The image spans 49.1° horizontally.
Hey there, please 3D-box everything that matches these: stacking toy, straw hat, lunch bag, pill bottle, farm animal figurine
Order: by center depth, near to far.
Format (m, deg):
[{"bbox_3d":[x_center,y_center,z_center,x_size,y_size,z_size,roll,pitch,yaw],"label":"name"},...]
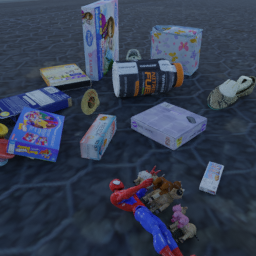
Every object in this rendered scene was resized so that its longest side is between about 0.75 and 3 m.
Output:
[{"bbox_3d":[0.793,1.416,5.365,0.662,1.269,1.255,-25,10,-31],"label":"farm animal figurine"},{"bbox_3d":[-3.131,0.534,7.335,1.230,0.574,1.359,15,28,-31],"label":"stacking toy"},{"bbox_3d":[-1.110,-0.810,9.000,0.826,0.826,0.350,28,12,38],"label":"straw hat"},{"bbox_3d":[0.739,-1.876,10.301,2.487,1.321,1.321,-6,32,-10],"label":"pill bottle"},{"bbox_3d":[2.080,-3.568,12.582,2.188,1.855,1.391,14,36,24],"label":"lunch bag"}]

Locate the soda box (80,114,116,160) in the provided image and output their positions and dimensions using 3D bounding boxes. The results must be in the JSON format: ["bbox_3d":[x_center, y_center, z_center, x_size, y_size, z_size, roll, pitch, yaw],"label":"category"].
[{"bbox_3d":[-0.773,0.205,7.659,0.533,0.496,1.559,8,33,12],"label":"soda box"}]

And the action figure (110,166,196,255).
[{"bbox_3d":[0.519,1.404,5.124,2.326,0.759,1.151,32,87,43],"label":"action figure"}]

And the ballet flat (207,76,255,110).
[{"bbox_3d":[3.724,-1.399,9.842,2.400,0.904,0.814,-23,61,-33],"label":"ballet flat"}]

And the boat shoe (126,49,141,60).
[{"bbox_3d":[0.187,-2.652,12.036,0.995,0.857,2.764,-2,31,-4],"label":"boat shoe"}]

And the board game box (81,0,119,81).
[{"bbox_3d":[-1.097,-3.920,12.188,0.596,2.897,2.890,8,33,13],"label":"board game box"}]

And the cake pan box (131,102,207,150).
[{"bbox_3d":[1.179,-0.149,8.310,1.726,0.451,1.590,27,38,36],"label":"cake pan box"}]

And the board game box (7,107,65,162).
[{"bbox_3d":[-2.403,0.120,7.534,1.189,0.396,1.769,14,28,-15],"label":"board game box"}]

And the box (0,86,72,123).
[{"bbox_3d":[-3.276,-0.789,9.404,2.369,0.384,1.435,-22,37,-34],"label":"box"}]

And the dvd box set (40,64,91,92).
[{"bbox_3d":[-2.653,-2.124,11.688,1.607,0.323,2.196,-15,34,-23],"label":"dvd box set"}]

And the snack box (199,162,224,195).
[{"bbox_3d":[1.944,1.133,6.472,0.358,0.121,0.995,16,34,21],"label":"snack box"}]
